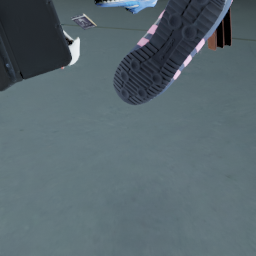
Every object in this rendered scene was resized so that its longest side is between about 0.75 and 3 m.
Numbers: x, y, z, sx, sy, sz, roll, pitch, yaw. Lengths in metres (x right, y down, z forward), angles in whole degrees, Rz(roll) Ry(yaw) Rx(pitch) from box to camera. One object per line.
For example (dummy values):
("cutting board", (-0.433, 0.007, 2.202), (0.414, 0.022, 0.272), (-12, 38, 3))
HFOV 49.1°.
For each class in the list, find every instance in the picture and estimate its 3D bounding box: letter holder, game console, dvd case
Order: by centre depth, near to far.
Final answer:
("game console", (-2.976, -2.521, 7.392), (1.509, 2.593, 2.280), (-25, 11, -36))
("letter holder", (3.101, -3.389, 9.407), (0.701, 1.394, 0.991), (-9, 20, 6))
("dvd case", (-1.617, -3.894, 10.280), (0.585, 0.063, 0.787), (-3, -13, 30))

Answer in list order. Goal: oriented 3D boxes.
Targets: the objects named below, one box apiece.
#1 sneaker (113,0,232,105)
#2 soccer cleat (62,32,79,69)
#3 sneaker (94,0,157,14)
("sneaker", (0.790, -1.475, 5.029), (1.007, 2.872, 1.178), (47, 46, -1))
("soccer cleat", (-2.505, -2.645, 7.594), (2.665, 1.034, 0.923), (28, 43, -4))
("sneaker", (-0.005, -3.442, 7.627), (1.819, 0.811, 0.714), (-8, 64, -9))
